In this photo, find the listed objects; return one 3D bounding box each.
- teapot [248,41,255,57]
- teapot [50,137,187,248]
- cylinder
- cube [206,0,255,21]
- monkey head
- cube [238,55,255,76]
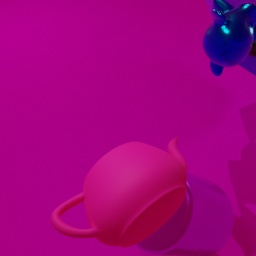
[{"bbox_3d":[2.822,-1.994,5.807,1.262,0.994,2.030,-38,36,18],"label":"teapot"},{"bbox_3d":[0.065,0.592,2.933,1.791,1.113,0.877,-24,53,-29],"label":"teapot"},{"bbox_3d":[0.824,1.376,4.600,1.319,1.319,1.319,-23,56,39],"label":"cylinder"},{"bbox_3d":[1.840,-2.466,5.000,0.817,0.817,0.817,-15,69,16],"label":"cube"},{"bbox_3d":[1.480,-1.497,4.350,0.886,1.470,1.058,-37,63,-3],"label":"monkey head"},{"bbox_3d":[3.644,-2.080,7.145,1.233,1.233,1.233,41,91,18],"label":"cube"}]
